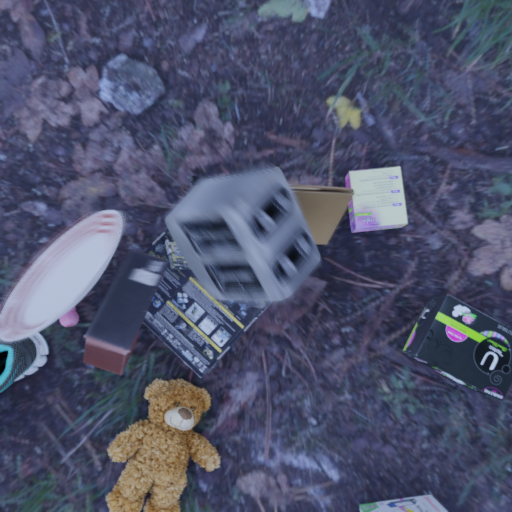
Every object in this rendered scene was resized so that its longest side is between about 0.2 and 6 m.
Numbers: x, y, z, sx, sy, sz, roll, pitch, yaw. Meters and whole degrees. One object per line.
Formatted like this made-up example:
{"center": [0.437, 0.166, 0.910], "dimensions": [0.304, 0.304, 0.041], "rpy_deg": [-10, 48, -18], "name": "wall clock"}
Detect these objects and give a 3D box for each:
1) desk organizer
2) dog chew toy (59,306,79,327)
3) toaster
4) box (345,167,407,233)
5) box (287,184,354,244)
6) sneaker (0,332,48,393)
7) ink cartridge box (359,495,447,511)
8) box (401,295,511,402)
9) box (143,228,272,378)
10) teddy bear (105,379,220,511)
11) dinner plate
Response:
{"center": [-2.133, 0.889, 9.234], "dimensions": [0.713, 0.765, 1.987], "rpy_deg": [19, 44, -4], "name": "desk organizer"}
{"center": [-3.632, 1.072, 10.791], "dimensions": [0.354, 0.354, 0.569], "rpy_deg": [-16, 79, -1], "name": "dog chew toy"}
{"center": [-0.281, -0.347, 9.251], "dimensions": [1.244, 2.097, 1.896], "rpy_deg": [-50, 125, -38], "name": "toaster"}
{"center": [2.315, -1.082, 10.871], "dimensions": [0.996, 0.548, 1.133], "rpy_deg": [-6, 84, 0], "name": "box"}
{"center": [0.926, -0.715, 10.220], "dimensions": [1.276, 1.561, 0.166], "rpy_deg": [1, 56, -14], "name": "box"}
{"center": [-5.168, 2.340, 10.211], "dimensions": [2.717, 1.239, 1.054], "rpy_deg": [-43, 86, -3], "name": "sneaker"}
{"center": [2.674, 4.842, 10.087], "dimensions": [1.417, 1.029, 0.620], "rpy_deg": [-6, 85, -1], "name": "ink cartridge box"}
{"center": [3.837, 1.662, 10.358], "dimensions": [1.728, 1.074, 1.284], "rpy_deg": [28, 85, 2], "name": "box"}
{"center": [-1.234, 0.764, 10.679], "dimensions": [2.443, 0.600, 1.970], "rpy_deg": [42, 88, 3], "name": "box"}
{"center": [-1.715, 3.667, 10.267], "dimensions": [1.983, 0.913, 2.735], "rpy_deg": [36, 86, 1], "name": "teddy bear"}
{"center": [-3.010, 0.313, 8.793], "dimensions": [2.591, 2.591, 0.314], "rpy_deg": [-43, 122, -4], "name": "dinner plate"}
